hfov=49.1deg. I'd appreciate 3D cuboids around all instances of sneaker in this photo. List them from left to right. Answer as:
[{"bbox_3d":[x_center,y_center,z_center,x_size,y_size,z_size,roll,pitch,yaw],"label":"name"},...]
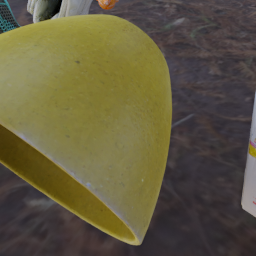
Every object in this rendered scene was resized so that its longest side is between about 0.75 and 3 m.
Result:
[{"bbox_3d":[-2.661,-1.943,4.592,1.106,2.852,1.301,6,68,23],"label":"sneaker"},{"bbox_3d":[-1.043,-1.561,4.000,0.707,1.920,1.109,36,51,-4],"label":"sneaker"}]

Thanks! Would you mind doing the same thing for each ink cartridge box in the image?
[{"bbox_3d":[2.529,0.098,2.968,1.680,2.323,1.710,-19,31,-27],"label":"ink cartridge box"}]

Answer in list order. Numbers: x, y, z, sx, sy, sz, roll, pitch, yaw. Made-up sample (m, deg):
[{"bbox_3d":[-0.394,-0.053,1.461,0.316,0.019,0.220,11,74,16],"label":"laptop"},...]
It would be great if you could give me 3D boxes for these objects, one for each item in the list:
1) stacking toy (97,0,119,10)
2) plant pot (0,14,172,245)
[{"bbox_3d":[-0.339,-3.607,6.219,1.534,2.643,1.451,-1,74,-9],"label":"stacking toy"},{"bbox_3d":[-0.505,-0.207,3.196,2.551,2.551,1.811,24,64,23],"label":"plant pot"}]
